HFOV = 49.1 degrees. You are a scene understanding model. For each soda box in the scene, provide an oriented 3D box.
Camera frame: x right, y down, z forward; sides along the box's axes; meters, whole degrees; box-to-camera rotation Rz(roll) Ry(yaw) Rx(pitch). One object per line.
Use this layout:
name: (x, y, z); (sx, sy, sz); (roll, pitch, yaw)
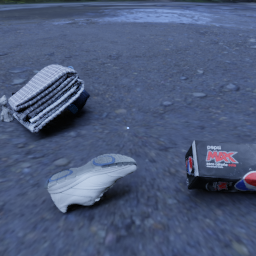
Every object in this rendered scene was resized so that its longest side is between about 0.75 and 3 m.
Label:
soda box: (2.409, 0.823, 5.672); (2.355, 0.746, 0.833); (3, 58, -3)

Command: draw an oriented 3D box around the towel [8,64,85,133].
towel: (-2.516, -1.019, 8.319); (2.130, 0.911, 1.764); (-42, 35, -15)

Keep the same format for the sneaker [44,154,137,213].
sneaker: (-0.680, 1.067, 5.594); (1.828, 0.796, 0.681); (-18, 15, -2)

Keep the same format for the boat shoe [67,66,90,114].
boat shoe: (-2.005, -1.440, 10.021); (0.942, 1.155, 2.744); (-38, 49, -1)

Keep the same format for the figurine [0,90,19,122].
figurine: (-3.744, -0.718, 8.996); (0.370, 0.840, 0.860); (17, 34, 30)
